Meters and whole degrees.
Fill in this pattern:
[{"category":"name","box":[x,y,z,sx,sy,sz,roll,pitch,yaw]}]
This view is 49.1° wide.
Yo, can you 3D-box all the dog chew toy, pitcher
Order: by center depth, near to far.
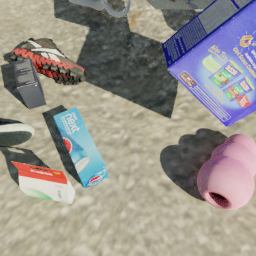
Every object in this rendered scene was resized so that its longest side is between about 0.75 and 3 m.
[{"category":"dog chew toy","box":[2.619,0.972,7.075,1.323,1.323,2.124,28,57,15]},{"category":"pitcher","box":[-0.690,-5.820,10.812,2.501,1.767,2.915,28,74,-6]}]

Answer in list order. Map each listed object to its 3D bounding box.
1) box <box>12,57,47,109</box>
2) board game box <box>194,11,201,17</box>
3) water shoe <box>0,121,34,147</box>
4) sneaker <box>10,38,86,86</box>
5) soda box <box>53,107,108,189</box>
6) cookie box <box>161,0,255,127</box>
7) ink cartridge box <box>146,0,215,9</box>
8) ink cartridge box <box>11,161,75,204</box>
[{"category":"box","box":[-2.953,-1.319,8.419,0.583,1.120,1.020,-18,62,-10]},{"category":"board game box","box":[3.035,-3.833,10.394,0.830,0.223,1.383,-5,60,-8]},{"category":"water shoe","box":[-3.905,0.002,7.809,2.479,0.886,0.978,-9,59,-5]},{"category":"sneaker","box":[-2.434,-2.238,9.046,2.622,0.927,1.281,20,64,12]},{"category":"soda box","box":[-1.299,0.505,7.639,0.720,0.681,2.122,-24,62,-13]},{"category":"cookie box","box":[2.631,-1.662,5.864,2.926,2.503,1.100,-34,39,28]},{"category":"ink cartridge box","box":[1.446,-4.017,6.781,2.296,1.661,1.669,17,92,35]},{"category":"ink cartridge box","box":[-2.001,1.341,6.665,1.240,1.540,0.386,9,62,6]}]
